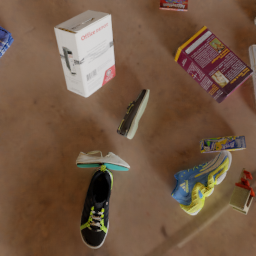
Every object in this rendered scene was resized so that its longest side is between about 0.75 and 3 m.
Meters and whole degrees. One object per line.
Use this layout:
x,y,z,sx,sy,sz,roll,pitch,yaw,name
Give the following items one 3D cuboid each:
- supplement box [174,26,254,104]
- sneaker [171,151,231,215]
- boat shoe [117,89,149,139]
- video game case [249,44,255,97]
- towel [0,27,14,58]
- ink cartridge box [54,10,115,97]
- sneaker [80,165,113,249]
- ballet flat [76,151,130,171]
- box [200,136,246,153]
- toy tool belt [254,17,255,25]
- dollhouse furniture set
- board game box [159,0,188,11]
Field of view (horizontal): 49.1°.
2.829,-2.107,9.436,1.242,0.964,2.250,-42,82,-7,supplement box
2.216,1.479,8.782,1.230,0.886,2.341,34,81,8,sneaker
0.193,-0.546,9.289,0.547,0.648,1.817,19,75,15,boat shoe
5.623,-1.628,9.680,2.506,0.326,2.754,-2,78,-1,video game case
-5.710,-2.636,9.864,2.134,0.352,2.948,33,81,7,towel
-1.231,-2.289,8.601,0.882,2.128,1.562,24,49,26,ink cartridge box
-1.002,2.383,8.522,0.898,1.037,2.505,6,79,1,sneaker
-0.798,1.021,9.069,1.758,0.610,0.610,4,79,3,ballet flat
3.087,0.539,9.170,1.360,0.476,0.437,-4,79,-1,box
5.253,-3.796,9.840,1.392,0.869,0.856,40,90,6,toy tool belt
4.292,2.178,8.050,2.354,2.380,1.226,19,75,36,dollhouse furniture set
1.699,-4.629,10.378,1.031,0.100,0.530,5,80,1,board game box
